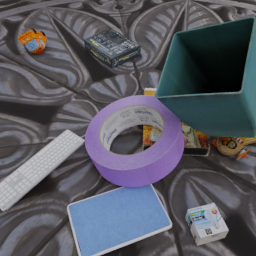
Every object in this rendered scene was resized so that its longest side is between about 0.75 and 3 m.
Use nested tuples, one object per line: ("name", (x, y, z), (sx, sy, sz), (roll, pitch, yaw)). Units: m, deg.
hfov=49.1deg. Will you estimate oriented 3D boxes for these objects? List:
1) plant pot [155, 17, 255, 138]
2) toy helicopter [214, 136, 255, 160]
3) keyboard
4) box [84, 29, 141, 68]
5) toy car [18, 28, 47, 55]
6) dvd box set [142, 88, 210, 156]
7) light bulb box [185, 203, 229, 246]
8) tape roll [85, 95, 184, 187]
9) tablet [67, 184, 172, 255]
("plant pot", (2.437, -0.904, 7.259), (1.995, 2.824, 1.996), (1, 63, 38))
("toy helicopter", (3.468, 0.478, 8.530), (1.535, 0.605, 1.015), (-12, 52, -11))
("keyboard", (-2.317, 0.987, 7.297), (0.748, 0.142, 2.657), (32, 57, 24))
("box", (-0.713, -3.624, 12.578), (1.648, 0.533, 2.089), (-31, 54, -28))
("toy car", (-4.949, -3.408, 12.476), (2.895, 1.420, 0.963), (-25, 93, -1))
("dvd box set", (1.527, -0.308, 9.410), (2.046, 0.411, 2.796), (4, 46, 2))
("light bulb box", (1.892, 2.322, 6.801), (0.744, 0.469, 0.751), (-11, 47, -11))
("tape roll", (0.190, 0.288, 8.048), (2.731, 0.896, 2.731), (-11, 47, 11))
("tablet", (-0.244, 2.236, 7.102), (2.358, 0.161, 1.534), (-15, 47, -15))
